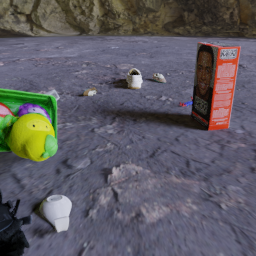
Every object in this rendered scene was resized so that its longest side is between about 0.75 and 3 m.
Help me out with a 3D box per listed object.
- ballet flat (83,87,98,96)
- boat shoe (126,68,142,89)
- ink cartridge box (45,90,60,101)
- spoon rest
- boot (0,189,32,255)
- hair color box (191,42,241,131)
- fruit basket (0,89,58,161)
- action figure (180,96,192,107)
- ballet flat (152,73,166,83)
[{"bbox_3d":[-1.699,-1.650,12.984,0.348,0.326,0.962,27,26,14],"label":"ballet flat"},{"bbox_3d":[0.359,-2.748,14.832,0.857,0.839,2.419,-1,23,-2],"label":"boat shoe"},{"bbox_3d":[-3.260,-0.831,9.941,1.528,0.385,0.833,-16,24,28],"label":"ink cartridge box"},{"bbox_3d":[-1.308,1.575,5.189,0.608,0.371,1.224,-7,10,-19],"label":"spoon rest"},{"bbox_3d":[-2.996,1.643,4.245,2.638,0.976,2.162,-18,33,-35],"label":"boot"},{"bbox_3d":[2.795,-1.389,9.192,0.811,2.647,1.344,-6,23,-14],"label":"hair color box"},{"bbox_3d":[-2.330,-0.065,6.194,2.168,1.564,2.168,-2,-2,0],"label":"fruit basket"},{"bbox_3d":[2.598,-1.147,11.534,0.925,0.458,0.302,-7,24,-23],"label":"action figure"},{"bbox_3d":[1.713,-2.800,15.531,0.414,0.409,1.216,-12,25,-26],"label":"ballet flat"}]
